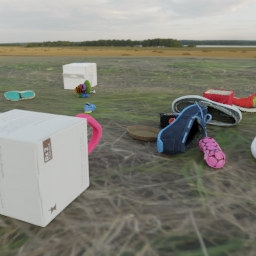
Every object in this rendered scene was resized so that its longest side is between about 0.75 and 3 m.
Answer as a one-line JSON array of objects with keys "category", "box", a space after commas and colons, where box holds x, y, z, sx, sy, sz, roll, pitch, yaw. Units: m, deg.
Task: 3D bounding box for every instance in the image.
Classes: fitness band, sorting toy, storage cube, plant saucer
[{"category": "fitness band", "box": [-1.168, 0.279, 7.183, 0.304, 1.169, 1.627, 28, -9, 20]}, {"category": "sorting toy", "box": [-2.568, -2.113, 15.523, 0.591, 0.866, 1.441, -12, -2, -30]}, {"category": "storage cube", "box": [3.728, -0.977, 11.658, 1.042, 1.095, 1.218, 10, 22, 28]}, {"category": "plant saucer", "box": [0.565, 0.171, 9.437, 1.264, 0.186, 1.264, 7, 16, -2]}]

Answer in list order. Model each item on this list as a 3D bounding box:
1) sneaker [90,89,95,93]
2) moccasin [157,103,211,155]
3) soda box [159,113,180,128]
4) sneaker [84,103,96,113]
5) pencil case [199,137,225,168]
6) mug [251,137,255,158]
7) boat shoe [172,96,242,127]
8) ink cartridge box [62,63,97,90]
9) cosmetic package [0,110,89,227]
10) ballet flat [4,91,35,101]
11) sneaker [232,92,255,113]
[{"category": "sneaker", "box": [-2.311, -2.189, 16.780, 0.755, 0.293, 0.301, 12, 3, 19]}, {"category": "moccasin", "box": [1.939, 0.143, 8.625, 0.961, 1.134, 2.817, 11, 35, 34]}, {"category": "soda box", "box": [1.905, -0.273, 10.404, 1.468, 0.519, 0.465, 1, 12, 4]}, {"category": "sneaker", "box": [-1.733, -1.002, 12.833, 0.354, 0.421, 1.075, 1, 17, 10]}, {"category": "pencil case", "box": [2.270, 0.632, 7.704, 0.553, 0.536, 1.181, 4, 16, 3]}, {"category": "mug", "box": [4.612, 0.059, 7.617, 2.717, 2.006, 2.382, -36, 19, -10]}, {"category": "boat shoe", "box": [2.976, -0.680, 10.902, 2.725, 0.982, 0.966, 10, 17, 23]}, {"category": "ink cartridge box", "box": [-3.151, -3.374, 18.249, 1.549, 1.509, 2.409, 4, 19, 12]}, {"category": "cosmetic package", "box": [-2.066, 0.663, 5.753, 2.004, 1.652, 1.653, 8, 20, 21]}, {"category": "ballet flat", "box": [-5.777, -1.688, 14.998, 1.527, 0.548, 0.548, -5, 19, -23]}, {"category": "sneaker", "box": [5.817, -1.287, 12.603, 2.546, 1.081, 0.980, 8, 20, 24]}]
